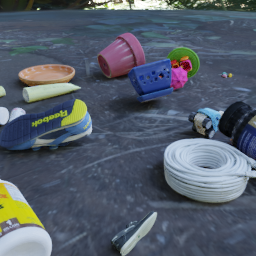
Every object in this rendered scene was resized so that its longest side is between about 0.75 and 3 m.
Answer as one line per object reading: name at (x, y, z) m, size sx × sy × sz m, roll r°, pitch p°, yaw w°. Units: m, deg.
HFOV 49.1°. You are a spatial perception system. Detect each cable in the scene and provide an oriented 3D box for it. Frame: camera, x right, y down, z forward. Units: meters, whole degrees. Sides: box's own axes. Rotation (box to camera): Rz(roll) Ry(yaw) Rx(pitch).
cable at (1.951, 0.983, 7.094) m, size 2.108 × 0.730 × 2.109 m, roll -7°, pitch 26°, yaw -10°

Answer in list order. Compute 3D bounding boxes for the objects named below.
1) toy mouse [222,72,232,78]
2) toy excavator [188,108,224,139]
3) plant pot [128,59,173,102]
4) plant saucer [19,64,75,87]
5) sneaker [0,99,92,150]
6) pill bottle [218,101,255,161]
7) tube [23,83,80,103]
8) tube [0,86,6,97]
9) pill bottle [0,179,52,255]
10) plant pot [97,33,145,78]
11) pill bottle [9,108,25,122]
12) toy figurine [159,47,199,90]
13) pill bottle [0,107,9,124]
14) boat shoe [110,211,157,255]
toy mouse at (5.092, -2.792, 14.691) m, size 0.676 × 0.147 × 0.760 m, roll 17°, pitch 33°, yaw 28°
toy excavator at (2.863, -0.294, 9.371) m, size 1.445 × 1.405 × 0.722 m, roll -44°, pitch 44°, yaw -14°
plant pot at (0.941, -1.804, 11.143) m, size 1.509 × 1.357 × 1.509 m, roll -15°, pitch 4°, yaw -6°
plant saucer at (-3.987, -2.574, 13.930) m, size 2.684 × 0.502 × 2.684 m, roll 0°, pitch 28°, yaw 0°
sneaker at (-2.452, 0.146, 8.483) m, size 2.958 × 1.217 × 1.094 m, roll -14°, pitch 57°, yaw 10°
pill bottle at (3.696, 0.331, 7.354) m, size 1.424 × 1.424 × 2.546 m, roll -16°, pitch 39°, yaw -28°
tube at (-3.291, -1.626, 12.181) m, size 2.402 × 0.624 × 0.697 m, roll -20°, pitch 73°, yaw -39°
tube at (-6.016, -1.277, 11.661) m, size 1.725 × 0.448 × 0.500 m, roll -30°, pitch 2°, yaw -35°
pill bottle at (-2.384, 1.775, 5.206) m, size 1.178 × 1.178 × 2.157 m, roll -21°, pitch 34°, yaw -33°
plant pot at (-0.449, -3.561, 14.403) m, size 1.869 × 2.088 × 2.088 m, roll -31°, pitch 39°, yaw -19°
pill bottle at (-3.645, -0.247, 9.174) m, size 0.452 × 0.452 × 0.797 m, roll -3°, pitch 42°, yaw -6°
toy figurine at (2.122, -2.590, 13.288) m, size 2.198 × 1.650 × 2.023 m, roll -9°, pitch 31°, yaw 31°
pill bottle at (-4.915, -0.476, 9.840) m, size 1.249 × 0.708 × 0.708 m, roll 7°, pitch 29°, yaw 12°
boat shoe at (0.156, 1.999, 5.592) m, size 0.394 × 0.418 × 1.165 m, roll 28°, pitch 41°, yaw 33°
